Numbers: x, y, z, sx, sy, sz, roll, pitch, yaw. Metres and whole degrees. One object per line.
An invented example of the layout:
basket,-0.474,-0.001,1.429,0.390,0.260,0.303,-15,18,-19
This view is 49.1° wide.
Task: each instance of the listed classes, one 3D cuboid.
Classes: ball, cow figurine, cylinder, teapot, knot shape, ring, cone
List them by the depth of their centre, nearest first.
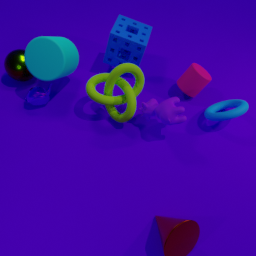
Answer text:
cone,0.900,2.233,6.282,0.985,0.985,0.989,-28,30,-21
cow figurine,0.920,-0.436,7.768,1.178,0.657,1.197,-16,31,5
knot shape,-0.279,-0.945,8.158,1.713,0.792,1.603,-14,90,5
ring,2.891,-0.531,8.279,1.252,0.250,1.252,-18,17,6
cylinder,-2.296,-2.145,8.593,1.252,1.252,1.252,8,18,7
teapot,-2.788,-1.041,8.754,1.109,0.690,0.543,-21,69,19
cylinder,2.099,-1.519,8.927,0.789,0.789,0.789,27,35,-21
ball,-3.585,-2.103,9.419,1.072,1.072,1.072,0,51,0

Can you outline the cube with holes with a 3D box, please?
cube with holes,-0.013,-2.839,9.548,1.204,1.204,1.204,19,50,-4
